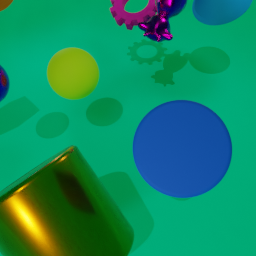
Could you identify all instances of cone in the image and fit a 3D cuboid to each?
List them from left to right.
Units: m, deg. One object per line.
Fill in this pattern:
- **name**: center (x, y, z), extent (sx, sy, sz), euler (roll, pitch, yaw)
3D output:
- **cone**: center (2.034, -3.411, 6.366), extent (1.456, 1.462, 1.456), euler (-10, 66, 22)

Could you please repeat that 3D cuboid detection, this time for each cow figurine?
- **cow figurine**: center (0.911, -2.855, 6.502), extent (0.881, 1.606, 1.580), euler (24, 56, 6)

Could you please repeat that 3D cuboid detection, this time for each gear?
- **gear**: center (0.229, -3.413, 7.729), extent (1.444, 0.267, 1.444), euler (-4, 73, 13)

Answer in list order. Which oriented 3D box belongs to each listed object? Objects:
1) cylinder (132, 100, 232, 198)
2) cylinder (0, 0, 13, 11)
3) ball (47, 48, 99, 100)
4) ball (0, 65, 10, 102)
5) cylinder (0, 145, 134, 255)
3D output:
- **cylinder**: center (0.492, 0.222, 2.732), extent (0.829, 0.829, 0.829), euler (-1, 81, 6)
- **cylinder**: center (-2.755, -2.814, 5.203), extent (0.964, 0.964, 0.964), euler (39, 59, 19)
- **ball**: center (-1.129, -1.118, 5.807), extent (1.057, 1.057, 1.057), euler (0, 49, 0)
- **ball**: center (-2.629, -0.825, 5.078), extent (0.896, 0.896, 0.896), euler (0, 49, 0)
- **cylinder**: center (-0.857, 1.157, 3.486), extent (1.393, 1.393, 1.393), euler (-36, 97, -27)
